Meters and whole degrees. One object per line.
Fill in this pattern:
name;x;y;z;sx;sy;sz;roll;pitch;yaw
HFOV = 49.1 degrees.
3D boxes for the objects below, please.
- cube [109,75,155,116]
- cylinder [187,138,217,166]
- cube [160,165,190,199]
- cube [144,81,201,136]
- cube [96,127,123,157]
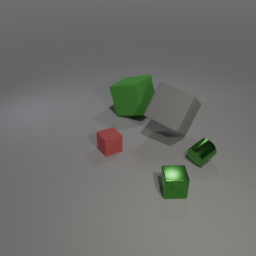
cube;0.262;-1.436;12.389;1.400;1.400;1.400;0;25;36
cylinder;2.472;0.807;9.375;0.700;0.700;0.700;-34;41;-19
cube;1.358;1.577;8.214;0.700;0.700;0.700;-1;30;-2
cube;1.683;-0.691;10.402;1.400;1.400;1.400;28;5;25
cube;-0.665;0.488;10.094;0.700;0.700;0.700;-17;34;-27
